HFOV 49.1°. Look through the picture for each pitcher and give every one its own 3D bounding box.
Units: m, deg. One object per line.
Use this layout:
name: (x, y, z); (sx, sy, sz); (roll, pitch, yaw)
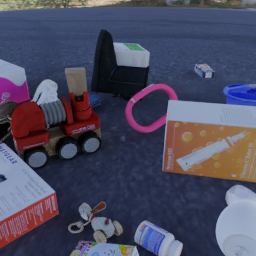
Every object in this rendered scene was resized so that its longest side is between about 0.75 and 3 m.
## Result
pitcher: (2.593, 2.033, 5.668); (1.474, 1.042, 1.718); (23, 24, 19)

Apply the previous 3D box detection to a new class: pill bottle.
pill bottle: (0.616, 2.276, 5.622); (0.884, 0.495, 0.495); (20, 35, 31)

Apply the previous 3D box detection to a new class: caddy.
caddy: (4.923, -1.112, 10.918); (2.380, 1.249, 1.682); (9, 31, 15)

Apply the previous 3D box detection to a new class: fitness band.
fitness band: (0.847, -0.700, 9.727); (1.949, 1.400, 0.365); (-35, 10, -12)

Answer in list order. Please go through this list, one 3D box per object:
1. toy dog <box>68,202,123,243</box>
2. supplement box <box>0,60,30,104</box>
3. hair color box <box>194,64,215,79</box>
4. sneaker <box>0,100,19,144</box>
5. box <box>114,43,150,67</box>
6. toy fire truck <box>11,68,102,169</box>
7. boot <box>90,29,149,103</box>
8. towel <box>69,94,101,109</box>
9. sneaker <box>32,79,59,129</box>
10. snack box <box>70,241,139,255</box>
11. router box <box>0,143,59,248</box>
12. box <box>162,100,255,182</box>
toy dog: (-0.688, 1.965, 6.081); (1.215, 0.585, 0.802); (14, 32, 24)
supplement box: (-5.863, -2.091, 12.438); (2.896, 1.465, 1.497); (22, 36, 34)
hair color box: (4.187, -3.136, 15.396); (0.670, 0.405, 1.339); (-3, 29, -6)
sneaker: (-4.029, -0.107, 9.225); (1.011, 0.943, 2.678); (-17, 34, 20)
box: (-0.140, -2.849, 13.137); (1.683, 1.965, 1.955); (-2, 27, -14)
toy fire truck: (-2.028, -0.448, 8.027); (2.540, 2.885, 1.856); (-14, 31, -24)
boot: (-0.249, -2.445, 11.508); (2.273, 2.774, 1.027); (11, 18, 3)
towel: (-1.910, -0.947, 11.415); (0.960, 0.417, 1.720); (14, 30, 27)
sneaker: (-2.844, -0.821, 10.845); (1.718, 1.127, 2.986); (10, 37, 0)
snack box: (-0.540, 2.547, 4.886); (1.254, 0.424, 1.058); (-5, 25, 26)
router box: (-3.512, 1.637, 6.536); (2.584, 0.703, 2.880); (-25, 38, -37)
box: (2.416, 0.328, 7.851); (2.739, 1.704, 1.335); (5, 30, 9)
